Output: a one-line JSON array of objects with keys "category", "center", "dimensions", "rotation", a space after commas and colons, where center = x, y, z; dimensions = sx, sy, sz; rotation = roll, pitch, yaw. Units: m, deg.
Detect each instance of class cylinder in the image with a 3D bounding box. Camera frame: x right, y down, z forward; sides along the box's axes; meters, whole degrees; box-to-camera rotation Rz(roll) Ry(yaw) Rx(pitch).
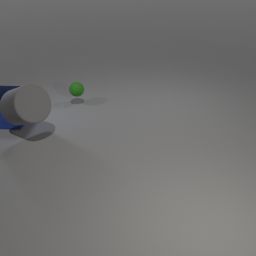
[{"category": "cylinder", "center": [-3.785, -0.830, 10.343], "dimensions": [1.400, 1.400, 1.400], "rotation": [-3, 19, 46]}]

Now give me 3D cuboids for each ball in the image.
[{"category": "ball", "center": [-2.448, -1.844, 13.346], "dimensions": [0.700, 0.700, 0.700], "rotation": [0, 29, 0]}]

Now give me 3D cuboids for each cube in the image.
[{"category": "cube", "center": [-5.056, -0.888, 11.846], "dimensions": [1.400, 1.400, 1.400], "rotation": [2, 29, 3]}]
